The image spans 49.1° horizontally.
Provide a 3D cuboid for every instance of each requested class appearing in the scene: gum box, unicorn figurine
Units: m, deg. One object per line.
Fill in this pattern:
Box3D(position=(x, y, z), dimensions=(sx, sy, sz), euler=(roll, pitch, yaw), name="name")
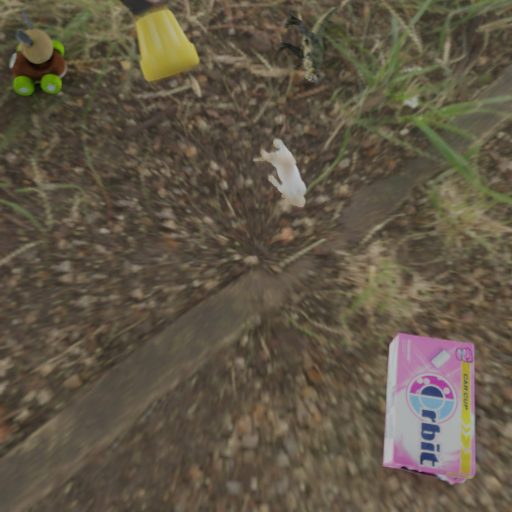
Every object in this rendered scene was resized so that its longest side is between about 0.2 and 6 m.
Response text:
Box3D(position=(2.138, 1.889, 6.941), dimensions=(0.951, 0.554, 1.676), euler=(8, 65, 4), name="gum box")
Box3D(position=(0.313, -1.030, 6.644), dimensions=(0.429, 1.162, 0.798), euler=(-42, 37, 4), name="unicorn figurine")

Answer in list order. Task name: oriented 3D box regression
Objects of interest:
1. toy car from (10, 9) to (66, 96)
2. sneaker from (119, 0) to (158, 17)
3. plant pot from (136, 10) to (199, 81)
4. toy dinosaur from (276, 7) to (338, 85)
Box3D(position=(-3.644, -3.335, 9.043), dimensions=(0.887, 1.125, 0.924), euler=(-5, 65, -3), name="toy car")
Box3D(position=(-1.833, -4.399, 7.172), dimensions=(1.534, 2.861, 0.955), euler=(-43, 73, 13), name="sneaker")
Box3D(position=(-1.144, -2.587, 6.864), dimensions=(0.707, 0.707, 0.665), euler=(-23, 103, -10), name="plant pot")
Box3D(position=(0.845, -3.672, 9.594), dimensions=(0.832, 0.448, 1.889), euler=(17, 65, -8), name="toy dinosaur")
